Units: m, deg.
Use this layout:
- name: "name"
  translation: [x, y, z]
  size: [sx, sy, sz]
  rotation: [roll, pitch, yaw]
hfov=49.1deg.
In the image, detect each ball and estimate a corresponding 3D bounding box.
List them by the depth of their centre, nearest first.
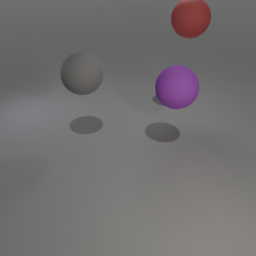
- name: "ball"
  translation: [1.577, -1.305, 9.016]
  size: [1.400, 1.400, 1.400]
  rotation: [0, 30, 0]
- name: "ball"
  translation: [-1.516, -1.787, 9.234]
  size: [1.400, 1.400, 1.400]
  rotation: [0, 30, 0]
- name: "ball"
  translation: [2.256, -3.951, 10.069]
  size: [1.400, 1.400, 1.400]
  rotation: [0, 30, 0]
